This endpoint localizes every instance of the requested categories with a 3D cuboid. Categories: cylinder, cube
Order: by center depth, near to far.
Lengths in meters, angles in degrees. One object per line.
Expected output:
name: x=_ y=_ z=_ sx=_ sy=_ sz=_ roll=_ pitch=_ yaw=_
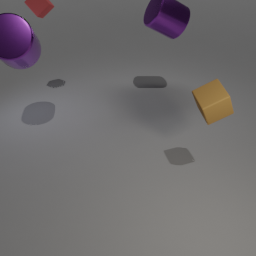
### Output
cube: x=2.107 y=-0.645 z=6.970 sx=0.700 sy=0.700 sz=0.700 roll=-26 pitch=49 yaw=10
cylinder: x=-3.581 y=-2.686 z=8.863 sx=1.400 sy=1.400 sz=1.400 roll=-5 pitch=1 yaw=-8
cube: x=-3.399 y=-4.765 z=10.795 sx=0.700 sy=0.700 sz=0.700 roll=-40 pitch=13 yaw=11
cylinder: x=1.577 y=-4.582 z=11.491 sx=1.400 sy=1.400 sz=1.400 roll=17 pitch=26 yaw=-26
